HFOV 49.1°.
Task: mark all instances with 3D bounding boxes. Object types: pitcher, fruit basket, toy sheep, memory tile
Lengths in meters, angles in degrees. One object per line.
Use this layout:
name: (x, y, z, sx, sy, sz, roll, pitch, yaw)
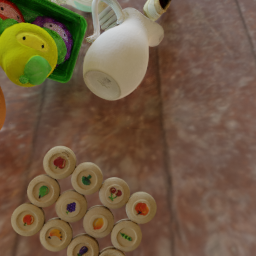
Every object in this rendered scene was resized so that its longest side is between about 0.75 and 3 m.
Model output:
pitcher: (-0.378, -2.219, 7.463, 2.235, 1.580, 2.606, 36, 58, -15)
fruit basket: (-2.387, -2.125, 6.640, 2.938, 2.938, 2.119, 20, 97, 12)
toy sheep: (-0.472, -3.335, 8.702, 1.315, 0.907, 0.907, 46, 64, -16)
memory tile: (-0.795, 1.610, 5.234, 2.371, 0.199, 1.817, 30, 87, -5)

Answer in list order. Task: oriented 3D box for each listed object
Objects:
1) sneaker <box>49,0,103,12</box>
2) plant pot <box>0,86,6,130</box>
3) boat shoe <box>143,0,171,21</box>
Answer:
sneaker: (-2.110, -4.893, 8.968, 2.701, 1.890, 1.050, 3, 40, -5)
plant pot: (-4.010, -0.417, 6.043, 2.664, 2.664, 1.865, 30, 24, 17)
boat shoe: (1.200, -4.453, 9.327, 0.725, 0.808, 2.184, -10, 54, 47)
